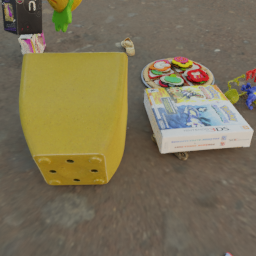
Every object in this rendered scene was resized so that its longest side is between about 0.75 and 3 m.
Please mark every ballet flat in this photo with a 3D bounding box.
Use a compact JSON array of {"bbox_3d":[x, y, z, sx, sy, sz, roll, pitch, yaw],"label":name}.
[{"bbox_3d":[1.222,0.484,8.242,0.451,0.311,1.340,-33,52,-26],"label":"ballet flat"}]

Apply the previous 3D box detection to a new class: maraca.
[{"bbox_3d":[-2.071,-4.338,9.006,1.283,2.399,1.645,-2,19,-34],"label":"maraca"}]

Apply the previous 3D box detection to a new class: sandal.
[{"bbox_3d":[0.030,-3.898,12.925,0.555,0.498,1.515,-8,43,-8],"label":"sandal"}]

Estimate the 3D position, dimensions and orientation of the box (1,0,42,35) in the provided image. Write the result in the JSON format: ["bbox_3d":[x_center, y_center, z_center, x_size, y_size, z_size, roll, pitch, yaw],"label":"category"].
[{"bbox_3d":[-3.012,-3.443,7.978,0.749,1.411,0.863,25,32,30],"label":"box"}]

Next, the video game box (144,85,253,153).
[{"bbox_3d":[2.001,-0.408,8.758,2.595,0.667,2.848,-3,36,-7],"label":"video game box"}]

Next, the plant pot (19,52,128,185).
[{"bbox_3d":[-1.293,-0.053,7.265,2.637,2.655,2.716,-1,54,-1],"label":"plant pot"}]

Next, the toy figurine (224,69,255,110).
[{"bbox_3d":[4.412,-1.175,9.544,2.139,1.128,1.281,-24,53,-25],"label":"toy figurine"}]

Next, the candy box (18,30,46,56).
[{"bbox_3d":[-4.117,-3.706,12.185,0.543,1.213,1.779,0,43,1],"label":"candy box"}]

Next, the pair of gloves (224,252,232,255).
[{"bbox_3d":[2.074,3.127,5.465,1.154,0.163,1.435,-32,52,-30],"label":"pair of gloves"}]

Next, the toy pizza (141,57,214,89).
[{"bbox_3d":[1.958,-2.146,11.028,2.859,0.453,2.859,0,42,0],"label":"toy pizza"}]
